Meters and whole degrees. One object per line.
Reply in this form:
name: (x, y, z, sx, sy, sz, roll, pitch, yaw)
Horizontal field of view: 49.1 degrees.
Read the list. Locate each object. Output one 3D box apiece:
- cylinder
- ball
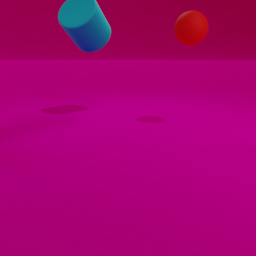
cylinder: (-1.406, -3.445, 9.301, 1.336, 1.336, 1.336, 6, -18, 21)
ball: (1.751, -2.761, 7.771, 0.920, 0.920, 0.920, 0, 15, 0)
